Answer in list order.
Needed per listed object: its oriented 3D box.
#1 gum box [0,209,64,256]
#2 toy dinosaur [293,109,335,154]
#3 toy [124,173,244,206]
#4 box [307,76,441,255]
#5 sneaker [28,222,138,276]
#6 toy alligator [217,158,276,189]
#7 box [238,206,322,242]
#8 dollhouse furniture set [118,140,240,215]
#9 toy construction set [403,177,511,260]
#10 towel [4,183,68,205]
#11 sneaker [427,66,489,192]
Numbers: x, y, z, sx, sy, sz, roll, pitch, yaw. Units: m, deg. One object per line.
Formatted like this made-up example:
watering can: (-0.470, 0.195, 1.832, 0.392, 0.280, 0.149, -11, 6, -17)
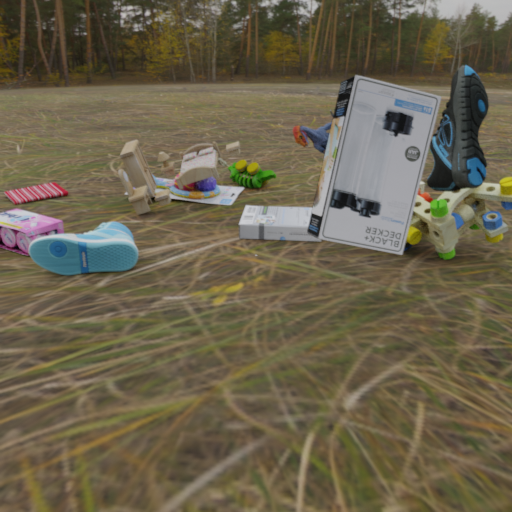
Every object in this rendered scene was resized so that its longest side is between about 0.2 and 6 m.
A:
gum box: (-5.173, -0.533, 12.451, 1.724, 0.570, 0.978, 13, 24, 29)
toy dinosaur: (1.174, -1.850, 9.582, 1.379, 0.798, 1.520, 11, -19, -14)
toy: (-2.032, -2.134, 16.196, 3.096, 0.731, 1.783, 4, 24, 11)
box: (1.802, -1.360, 8.714, 1.447, 2.480, 0.746, 12, 8, -11)
sneaker: (-3.462, -0.214, 11.425, 2.063, 0.820, 1.347, 5, 23, -14)
toy alligator: (-0.457, -2.483, 17.215, 2.501, 0.742, 0.679, 20, 70, 39)
box: (0.609, -0.795, 13.359, 1.904, 0.392, 1.484, 1, 23, 5)
dollhouse furniture set: (-1.979, -2.603, 14.960, 2.919, 1.425, 2.490, -16, 30, 8)
toy construction set: (3.750, -1.181, 12.538, 2.455, 1.725, 3.744, -30, 21, -8)
towel: (-6.293, -1.779, 16.072, 1.529, 0.172, 1.105, -18, 30, -33)
sneaker: (3.684, -2.387, 10.482, 0.902, 2.464, 1.009, 20, -18, -34)
